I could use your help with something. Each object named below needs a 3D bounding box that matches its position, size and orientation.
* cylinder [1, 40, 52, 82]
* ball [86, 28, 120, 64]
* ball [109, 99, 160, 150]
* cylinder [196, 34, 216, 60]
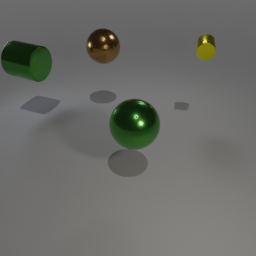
[{"bbox_3d":[-4.008,-2.658,11.148,1.400,1.400,1.400,16,35,17],"label":"cylinder"},{"bbox_3d":[-1.017,-3.354,11.522,1.400,1.400,1.400,0,32,0],"label":"ball"},{"bbox_3d":[0.184,-0.105,7.704,1.400,1.400,1.400,0,32,0],"label":"ball"},{"bbox_3d":[2.867,-2.970,10.302,0.700,0.700,0.700,6,45,9],"label":"cylinder"}]
